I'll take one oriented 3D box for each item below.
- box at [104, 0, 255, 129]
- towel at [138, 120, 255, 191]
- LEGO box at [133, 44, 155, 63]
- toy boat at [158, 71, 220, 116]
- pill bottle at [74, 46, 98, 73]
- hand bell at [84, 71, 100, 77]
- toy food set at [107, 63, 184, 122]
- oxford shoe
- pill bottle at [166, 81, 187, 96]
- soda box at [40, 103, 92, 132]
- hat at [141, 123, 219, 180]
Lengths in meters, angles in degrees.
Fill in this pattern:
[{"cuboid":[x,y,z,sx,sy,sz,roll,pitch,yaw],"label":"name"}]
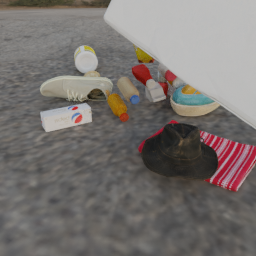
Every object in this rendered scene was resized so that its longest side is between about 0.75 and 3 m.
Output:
[{"cuboid":[1.502,-1.144,3.083,1.848,1.448,2.971,40,27,20],"label":"box"},{"cuboid":[1.769,0.554,7.053,2.579,0.290,1.865,21,35,33],"label":"towel"},{"cuboid":[0.665,-3.485,10.631,0.634,1.643,1.223,5,56,22],"label":"LEGO box"},{"cuboid":[1.929,-1.285,9.582,2.075,1.147,2.468,-25,37,-38],"label":"toy boat"},{"cuboid":[-2.077,-3.417,13.678,1.060,1.060,1.892,-5,29,-9],"label":"pill bottle"},{"cuboid":[-1.296,-1.600,10.962,0.716,0.716,1.374,-8,42,-14],"label":"hand bell"},{"cuboid":[0.728,-1.248,9.061,2.718,1.297,1.223,-17,42,-12],"label":"toy food set"},{"cuboid":[-1.860,-1.327,10.047,2.640,0.992,0.762,-1,62,1],"label":"oxford shoe"},{"cuboid":[2.418,-2.042,10.912,2.206,1.222,1.222,-23,36,-36],"label":"pill bottle"},{"cuboid":[-1.851,-0.335,8.488,1.458,0.496,0.464,-15,31,-25],"label":"soda box"},{"cuboid":[1.251,0.339,6.485,1.989,0.802,1.989,5,28,-3],"label":"hat"}]
